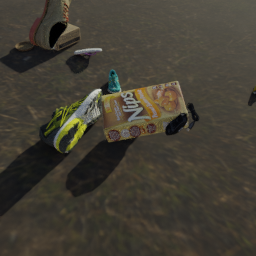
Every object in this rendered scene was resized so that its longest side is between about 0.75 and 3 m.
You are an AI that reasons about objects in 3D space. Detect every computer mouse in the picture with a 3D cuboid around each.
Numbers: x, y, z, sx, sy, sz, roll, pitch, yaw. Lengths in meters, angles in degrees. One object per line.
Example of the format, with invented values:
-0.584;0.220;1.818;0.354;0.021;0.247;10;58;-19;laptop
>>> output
1.169;-0.058;5.896;0.203;0.882;0.619;28;27;-27;computer mouse

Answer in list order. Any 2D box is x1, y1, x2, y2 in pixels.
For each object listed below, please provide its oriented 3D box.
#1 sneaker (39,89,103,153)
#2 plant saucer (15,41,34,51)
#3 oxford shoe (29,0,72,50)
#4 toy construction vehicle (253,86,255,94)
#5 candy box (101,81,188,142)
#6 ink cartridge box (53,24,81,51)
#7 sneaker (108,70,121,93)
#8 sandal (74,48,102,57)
-1.815;-0.477;9.253;1.219;1.072;2.880;17;45;18;sneaker
-5.080;-4.034;13.823;0.918;0.135;0.918;0;43;0;plant saucer
-2.023;-3.457;8.449;0.901;2.409;0.849;30;7;23;oxford shoe
5.588;-1.693;11.066;1.158;0.408;1.008;12;44;13;toy construction vehicle
0.369;-0.401;6.690;1.930;0.534;1.114;-10;51;3;candy box
-3.604;-4.743;14.154;1.915;0.719;1.578;30;51;29;ink cartridge box
-0.582;-1.826;11.129;0.510;0.524;1.316;-8;44;-8;sneaker
-1.842;-3.524;13.152;1.391;0.342;0.566;1;26;20;sandal
